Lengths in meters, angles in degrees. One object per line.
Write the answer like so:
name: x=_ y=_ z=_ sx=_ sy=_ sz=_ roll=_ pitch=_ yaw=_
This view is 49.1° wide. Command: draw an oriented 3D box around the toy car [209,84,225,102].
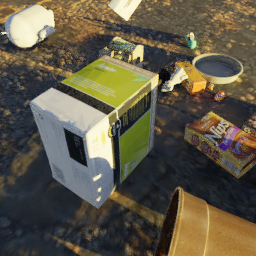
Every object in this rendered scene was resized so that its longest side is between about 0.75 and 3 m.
toy car: x=3.257 y=-1.369 z=10.537 sx=0.453 sy=0.308 sz=0.924 roll=-21 pitch=47 yaw=-22

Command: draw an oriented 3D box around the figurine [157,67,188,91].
figurine: x=1.452 y=-1.762 z=10.645 sx=1.242 sy=0.535 sz=1.212 roll=9 pitch=45 yaw=47

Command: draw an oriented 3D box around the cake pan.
cake pan: x=3.686 y=-2.484 z=11.706 sx=2.058 sy=0.377 sz=2.058 roll=0 pitch=42 yaw=0

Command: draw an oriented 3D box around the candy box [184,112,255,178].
candy box: x=2.842 y=0.426 z=8.365 sx=1.201 sy=0.581 sz=2.059 roll=-29 pitch=48 yaw=-27

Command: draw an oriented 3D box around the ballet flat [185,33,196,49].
ballet flat: x=3.111 y=-4.402 z=13.753 sx=0.446 sy=0.466 sz=1.325 roll=2 pitch=42 yaw=0

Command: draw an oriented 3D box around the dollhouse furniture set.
dollhouse furniture set: x=-0.774 y=-2.960 z=11.632 sx=2.120 sy=1.179 sz=1.875 roll=28 pitch=49 yaw=28

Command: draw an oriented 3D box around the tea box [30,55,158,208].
tea box: x=-0.668 y=0.029 z=7.227 sx=1.780 sy=2.664 sz=2.621 roll=27 pitch=49 yaw=27

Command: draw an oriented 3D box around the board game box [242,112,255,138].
board game box: x=4.740 y=-0.172 z=9.203 sx=1.244 sy=0.318 sz=1.837 roll=31 pitch=50 yaw=30

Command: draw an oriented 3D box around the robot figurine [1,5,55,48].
robot figurine: x=-4.688 y=-4.862 z=13.428 sx=2.358 sy=1.570 sz=2.780 roll=19 pitch=45 yaw=17

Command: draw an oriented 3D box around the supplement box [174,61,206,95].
supplement box: x=2.412 y=-2.005 z=11.062 sx=0.555 sy=0.574 sz=1.667 roll=-10 pitch=45 yaw=-13

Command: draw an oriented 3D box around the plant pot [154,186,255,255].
plant pot: x=1.666 y=2.471 z=5.099 sx=2.191 sy=2.213 sz=2.213 roll=17 pitch=44 yaw=7

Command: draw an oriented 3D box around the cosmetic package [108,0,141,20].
cosmetic package: x=-0.068 y=-4.527 z=10.042 sx=0.344 sy=1.003 sz=1.331 roll=44 pitch=18 yaw=10
